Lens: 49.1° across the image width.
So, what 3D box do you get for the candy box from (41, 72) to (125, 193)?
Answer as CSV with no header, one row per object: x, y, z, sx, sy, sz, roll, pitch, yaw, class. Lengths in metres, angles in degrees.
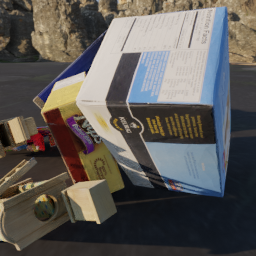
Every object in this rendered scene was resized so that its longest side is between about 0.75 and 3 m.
-0.814,-0.044,5.168,0.752,1.555,2.665,-20,20,-2,candy box

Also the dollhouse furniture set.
-1.172,0.472,3.048,1.598,1.414,0.889,-17,4,43,dollhouse furniture set

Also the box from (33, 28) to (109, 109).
-1.328,-1.673,7.962,2.972,0.482,1.800,-45,11,-1,box

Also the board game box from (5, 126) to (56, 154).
-2.217,0.359,5.946,1.935,0.377,1.528,-16,-8,34,board game box

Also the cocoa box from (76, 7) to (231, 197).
0.612,-0.207,3.910,1.492,2.274,1.516,3,57,23,cocoa box
